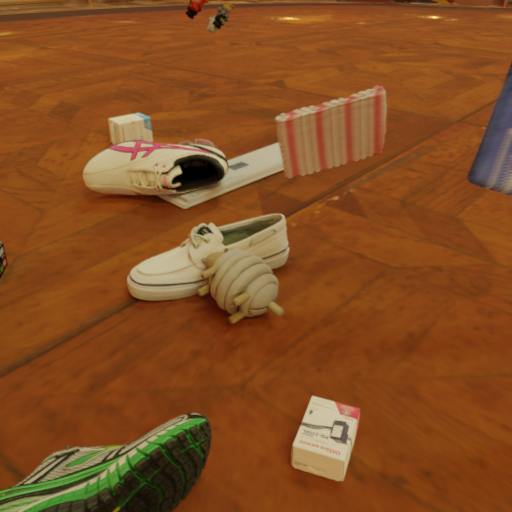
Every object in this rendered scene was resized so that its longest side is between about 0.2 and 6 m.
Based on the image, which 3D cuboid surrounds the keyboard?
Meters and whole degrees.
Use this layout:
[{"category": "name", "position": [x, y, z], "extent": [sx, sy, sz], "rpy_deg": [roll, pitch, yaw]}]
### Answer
[{"category": "keyboard", "position": [-0.314, -2.084, 13.498], "extent": [4.669, 0.249, 1.314], "rpy_deg": [-27, 34, -37]}]

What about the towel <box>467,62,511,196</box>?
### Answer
[{"category": "towel", "position": [3.433, -1.237, 6.153], "extent": [1.978, 1.432, 0.236], "rpy_deg": [13, 16, -10]}]

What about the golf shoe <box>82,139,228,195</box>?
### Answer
[{"category": "golf shoe", "position": [-2.138, -1.860, 11.885], "extent": [3.092, 1.123, 1.424], "rpy_deg": [-10, 24, -8]}]

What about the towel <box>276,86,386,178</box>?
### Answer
[{"category": "towel", "position": [1.111, -1.785, 8.224], "extent": [1.614, 1.181, 0.241], "rpy_deg": [-16, 51, -2]}]

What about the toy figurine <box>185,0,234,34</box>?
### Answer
[{"category": "toy figurine", "position": [-0.766, -4.096, 9.272], "extent": [0.697, 0.492, 0.708], "rpy_deg": [31, -1, -17]}]

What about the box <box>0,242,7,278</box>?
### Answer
[{"category": "box", "position": [-4.958, 0.668, 8.528], "extent": [1.513, 0.477, 2.750], "rpy_deg": [-3, 31, -5]}]

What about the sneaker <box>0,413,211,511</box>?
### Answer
[{"category": "sneaker", "position": [-1.549, 2.158, 5.550], "extent": [2.462, 0.961, 1.049], "rpy_deg": [-19, 35, -29]}]

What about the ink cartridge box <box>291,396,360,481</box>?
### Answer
[{"category": "ink cartridge box", "position": [0.794, 2.047, 6.335], "extent": [0.592, 0.345, 0.818], "rpy_deg": [11, 32, 17]}]

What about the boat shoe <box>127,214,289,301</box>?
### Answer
[{"category": "boat shoe", "position": [-0.790, -0.120, 9.386], "extent": [2.879, 0.961, 1.059], "rpy_deg": [-17, 34, -26]}]

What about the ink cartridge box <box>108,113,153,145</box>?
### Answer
[{"category": "ink cartridge box", "position": [-3.467, -3.387, 15.173], "extent": [1.086, 0.698, 0.680], "rpy_deg": [-20, 36, -32]}]

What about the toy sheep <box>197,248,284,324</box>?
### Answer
[{"category": "toy sheep", "position": [-0.202, 0.454, 8.441], "extent": [1.542, 1.063, 1.063], "rpy_deg": [41, 47, 24]}]
